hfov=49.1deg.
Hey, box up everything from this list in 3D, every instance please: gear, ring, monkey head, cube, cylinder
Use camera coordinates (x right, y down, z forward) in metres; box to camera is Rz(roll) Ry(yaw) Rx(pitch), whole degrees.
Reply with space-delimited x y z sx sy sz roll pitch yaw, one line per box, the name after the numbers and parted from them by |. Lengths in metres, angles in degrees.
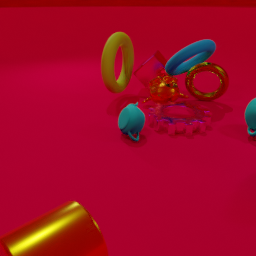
1.440 -0.315 8.006 1.763 0.326 1.763 0 26 0 | gear
1.983 -2.215 8.941 1.729 0.346 1.729 -25 -9 -4 | ring
1.177 -1.193 9.328 1.566 0.943 1.126 -7 -2 -3 | monkey head
-0.310 -2.167 9.430 0.404 2.021 2.021 11 28 21 | ring
2.598 -1.512 9.268 1.424 1.424 0.285 8 42 16 | ring
0.997 -2.083 10.394 1.039 1.039 1.039 -38 11 26 | cube
-0.907 1.535 3.369 0.989 0.989 0.989 -21 33 -37 | cylinder

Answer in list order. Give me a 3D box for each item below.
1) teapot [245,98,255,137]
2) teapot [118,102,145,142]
3.487 -0.359 7.056 1.480 0.921 0.725 -49 22 -12 | teapot
0.134 -0.211 7.202 0.609 0.774 1.245 16 54 -28 | teapot
